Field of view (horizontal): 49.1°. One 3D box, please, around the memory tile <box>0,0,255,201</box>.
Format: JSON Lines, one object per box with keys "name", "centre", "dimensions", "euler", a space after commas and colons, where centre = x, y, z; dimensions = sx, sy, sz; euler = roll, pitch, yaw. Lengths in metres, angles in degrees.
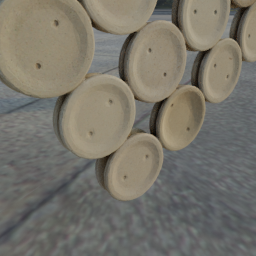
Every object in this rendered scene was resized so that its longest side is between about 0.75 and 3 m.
{"name": "memory tile", "centre": [0.455, -0.874, 2.681], "dimensions": [2.973, 2.278, 0.250], "euler": [-47, 41, -14]}
